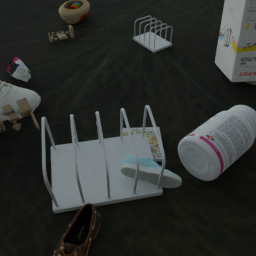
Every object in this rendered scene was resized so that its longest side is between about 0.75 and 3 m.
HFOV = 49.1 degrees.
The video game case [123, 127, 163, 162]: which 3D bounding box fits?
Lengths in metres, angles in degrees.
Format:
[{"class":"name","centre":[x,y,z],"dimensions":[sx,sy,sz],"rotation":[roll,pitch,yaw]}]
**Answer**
[{"class":"video game case","centre":[0.398,0.444,7.774],"dimensions":[1.110,0.140,1.220],"rotation":[-2,45,-2]}]

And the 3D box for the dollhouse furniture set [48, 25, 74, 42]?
[{"class":"dollhouse furniture set","centre":[-2.989,-4.204,12.355],"dimensions":[1.072,0.475,0.556],"rotation":[-20,47,-19]}]

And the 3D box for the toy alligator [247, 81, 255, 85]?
[{"class":"toy alligator","centre":[5.040,-1.312,9.413],"dimensions":[1.965,0.472,0.651],"rotation":[11,27,26]}]

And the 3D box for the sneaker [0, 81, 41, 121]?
[{"class":"sneaker","centre":[-4.217,-1.049,8.588],"dimensions":[2.971,1.196,1.135],"rotation":[3,42,1]}]

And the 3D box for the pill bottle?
[{"class":"pill bottle","centre":[2.409,0.298,7.165],"dimensions":[2.133,1.209,1.209],"rotation":[-31,52,-28]}]

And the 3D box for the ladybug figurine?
[{"class":"ladybug figurine","centre":[-2.582,-5.710,13.725],"dimensions":[1.366,0.724,2.012],"rotation":[13,46,13]}]

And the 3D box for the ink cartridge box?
[{"class":"ink cartridge box","centre":[4.372,-3.184,9.500],"dimensions":[2.002,2.719,1.967],"rotation":[-2,33,0]}]

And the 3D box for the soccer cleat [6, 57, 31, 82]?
[{"class":"soccer cleat","centre":[-3.934,-2.066,10.146],"dimensions":[0.617,0.762,1.765],"rotation":[-50,33,4]}]

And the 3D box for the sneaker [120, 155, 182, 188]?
[{"class":"sneaker","centre":[0.583,0.947,6.610],"dimensions":[1.447,0.535,0.593],"rotation":[17,50,2]}]

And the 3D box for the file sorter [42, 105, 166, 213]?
[{"class":"file sorter","centre":[-0.560,0.615,6.416],"dimensions":[2.547,1.586,1.767],"rotation":[-7,53,-9]}]

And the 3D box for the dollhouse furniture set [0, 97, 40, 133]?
[{"class":"dollhouse furniture set","centre":[-3.623,0.198,7.510],"dimensions":[2.351,1.219,1.041],"rotation":[-24,84,-18]}]

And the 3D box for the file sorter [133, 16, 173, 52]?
[{"class":"file sorter","centre":[1.048,-4.034,11.873],"dimensions":[1.013,0.909,1.459],"rotation":[-26,49,-25]}]

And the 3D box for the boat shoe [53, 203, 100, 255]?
[{"class":"boat shoe","centre":[-1.093,2.364,5.427],"dimensions":[0.674,0.674,1.916],"rotation":[12,47,9]}]
